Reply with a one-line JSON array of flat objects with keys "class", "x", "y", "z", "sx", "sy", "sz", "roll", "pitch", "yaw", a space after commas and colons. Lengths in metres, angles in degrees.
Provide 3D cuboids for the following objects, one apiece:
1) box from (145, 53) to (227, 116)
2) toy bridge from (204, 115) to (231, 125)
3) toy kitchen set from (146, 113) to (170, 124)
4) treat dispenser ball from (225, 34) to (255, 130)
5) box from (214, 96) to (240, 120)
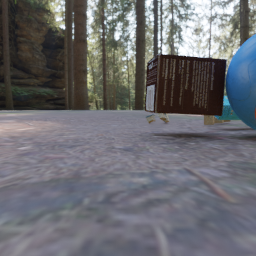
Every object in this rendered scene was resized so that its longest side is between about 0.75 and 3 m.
[{"class": "box", "x": 1.227, "y": -0.926, "z": 6.354, "sx": 1.494, "sy": 1.227, "sz": 1.240, "roll": 2, "pitch": 4, "yaw": -8}, {"class": "toy bridge", "x": 3.230, "y": -0.557, "z": 10.014, "sx": 0.324, "sy": 0.800, "sz": 2.380, "roll": 0, "pitch": 3, "yaw": 34}, {"class": "toy kitchen set", "x": 1.110, "y": -0.430, "z": 10.669, "sx": 0.652, "sy": 0.479, "sz": 0.814, "roll": -21, "pitch": -20, "yaw": 20}, {"class": "treat dispenser ball", "x": 3.176, "y": -0.953, "z": 5.705, "sx": 2.260, "sy": 2.260, "sz": 2.260, "roll": 0, "pitch": 4, "yaw": 0}, {"class": "box", "x": 3.282, "y": -0.580, "z": 8.060, "sx": 1.879, "sy": 0.462, "sz": 0.773, "roll": -1, "pitch": 27, "yaw": -16}]
